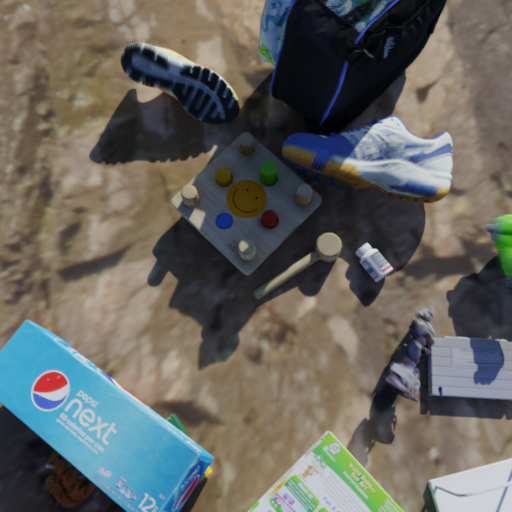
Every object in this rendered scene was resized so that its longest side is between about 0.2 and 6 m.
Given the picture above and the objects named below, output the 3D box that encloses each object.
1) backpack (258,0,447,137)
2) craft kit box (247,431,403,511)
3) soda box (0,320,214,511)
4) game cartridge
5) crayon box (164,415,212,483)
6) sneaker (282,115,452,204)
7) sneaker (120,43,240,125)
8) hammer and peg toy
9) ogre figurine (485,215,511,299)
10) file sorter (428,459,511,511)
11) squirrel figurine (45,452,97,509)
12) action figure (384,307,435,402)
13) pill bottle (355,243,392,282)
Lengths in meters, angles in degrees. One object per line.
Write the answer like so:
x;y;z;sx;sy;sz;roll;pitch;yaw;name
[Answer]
1.770;-4.363;10.117;3.405;3.116;2.502;-42;81;-14;backpack
1.182;4.386;9.125;2.098;0.515;2.124;-42;79;-8;craft kit box
-2.540;2.614;8.921;3.687;1.183;1.251;32;75;18;soda box
3.860;1.978;9.877;1.627;0.312;1.055;4;71;1;game cartridge
-1.618;3.532;9.344;1.341;0.391;1.157;-35;74;-7;crayon box
2.073;-1.957;10.395;3.163;1.190;1.394;12;85;-6;sneaker
-1.384;-3.475;11.033;2.435;1.099;0.951;30;111;-12;sneaker
0.097;-0.679;10.197;2.122;1.017;2.885;-44;79;-11;hammer and peg toy
5.324;-0.360;9.810;2.759;1.354;1.654;-35;70;8;ogre figurine
3.920;4.516;8.606;1.558;1.398;2.245;-13;76;-3;file sorter
-3.116;3.627;9.176;0.840;0.637;0.900;41;96;-10;squirrel figurine
2.735;1.592;9.567;0.563;1.057;1.624;17;71;25;action figure
2.152;0.108;10.309;0.397;0.397;0.664;-35;78;-9;pill bottle
